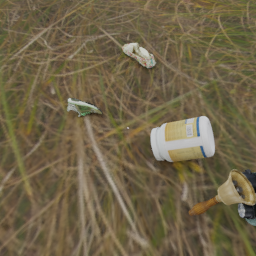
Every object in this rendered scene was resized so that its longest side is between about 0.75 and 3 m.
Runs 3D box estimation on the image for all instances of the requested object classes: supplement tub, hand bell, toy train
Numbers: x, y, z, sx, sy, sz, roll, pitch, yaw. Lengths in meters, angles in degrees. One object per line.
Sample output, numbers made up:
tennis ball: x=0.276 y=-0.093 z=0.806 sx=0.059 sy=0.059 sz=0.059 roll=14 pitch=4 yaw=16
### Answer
supplement tub: x=1.365 y=0.305 z=6.981 sx=1.389 sy=1.005 sz=1.005 roll=-10 pitch=45 yaw=24
hand bell: x=1.844 y=1.530 z=5.924 sx=0.751 sy=1.443 sz=0.751 roll=26 pitch=42 yaw=-26
toy train: x=3.354 y=1.473 z=6.080 sx=2.090 sy=0.891 sz=1.191 roll=0 pitch=70 yaw=-6

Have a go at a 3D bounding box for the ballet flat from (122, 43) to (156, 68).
ballet flat: x=0.393 y=-2.767 z=10.158 sx=0.625 sy=0.528 sz=1.652 roll=-38 pitch=59 yaw=-20

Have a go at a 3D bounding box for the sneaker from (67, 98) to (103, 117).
sneaker: x=-1.317 y=-0.536 z=8.408 sx=1.118 sy=0.496 sz=0.430 roll=19 pitch=9 yaw=-2
